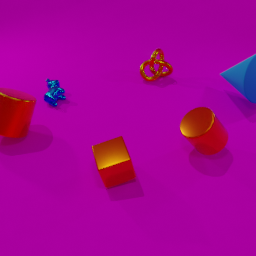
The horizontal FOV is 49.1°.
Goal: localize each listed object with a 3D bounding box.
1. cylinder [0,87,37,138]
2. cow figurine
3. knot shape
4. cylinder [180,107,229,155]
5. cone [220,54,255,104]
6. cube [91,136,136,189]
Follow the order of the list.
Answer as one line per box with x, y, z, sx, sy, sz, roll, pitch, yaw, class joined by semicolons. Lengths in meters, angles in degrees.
-3.035;-0.404;7.319;1.040;1.040;1.040;18;12;-4;cylinder
-2.411;-1.150;8.882;0.920;0.513;0.935;24;50;18;cow figurine
0.981;-2.171;9.535;1.148;1.074;0.530;-7;34;-12;knot shape
1.853;0.081;6.813;0.888;0.888;0.888;-25;44;27;cylinder
3.410;-1.598;8.606;1.479;1.479;1.485;-24;25;-25;cone
-0.318;0.777;6.370;0.753;0.753;0.753;-19;46;-4;cube
